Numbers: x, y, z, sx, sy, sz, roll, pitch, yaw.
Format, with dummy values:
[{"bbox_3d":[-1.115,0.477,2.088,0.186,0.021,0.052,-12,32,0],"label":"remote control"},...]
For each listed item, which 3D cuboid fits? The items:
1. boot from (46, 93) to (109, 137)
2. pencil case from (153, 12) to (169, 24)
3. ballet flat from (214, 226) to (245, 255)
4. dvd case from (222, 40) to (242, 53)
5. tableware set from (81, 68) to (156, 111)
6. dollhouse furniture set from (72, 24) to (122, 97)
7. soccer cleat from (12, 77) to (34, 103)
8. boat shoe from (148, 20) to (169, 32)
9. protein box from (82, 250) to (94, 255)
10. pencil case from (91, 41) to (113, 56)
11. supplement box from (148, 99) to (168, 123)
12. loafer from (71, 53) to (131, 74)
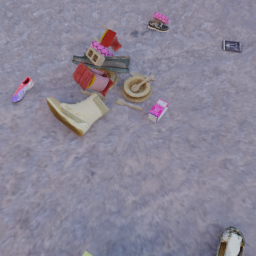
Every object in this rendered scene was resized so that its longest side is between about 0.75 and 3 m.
[{"bbox_3d":[-2.061,-0.878,11.390,2.211,0.805,1.718,38,66,20],"label":"boot"},{"bbox_3d":[1.691,-5.701,14.495,0.839,0.381,0.393,33,69,20],"label":"pencil case"},{"bbox_3d":[2.943,4.169,8.373,0.934,0.934,2.598,18,61,10],"label":"ballet flat"},{"bbox_3d":[5.077,-3.972,13.635,0.928,0.074,0.690,8,60,5],"label":"dvd case"},{"bbox_3d":[-0.376,-2.043,12.185,2.984,0.598,1.972,18,61,11],"label":"tableware set"},{"bbox_3d":[-0.943,-2.552,10.912,0.989,1.308,2.431,48,113,29],"label":"dollhouse furniture set"},{"bbox_3d":[-4.581,-1.657,12.035,0.444,0.477,1.303,24,62,14],"label":"soccer cleat"},{"bbox_3d":[1.561,-5.187,14.200,1.102,0.332,0.407,20,61,11],"label":"boat shoe"},{"bbox_3d":[-0.661,5.361,6.994,2.979,2.009,2.957,30,64,16],"label":"protein box"},{"bbox_3d":[-1.253,-3.621,13.156,0.580,0.562,1.238,-32,61,-25],"label":"pencil case"},{"bbox_3d":[1.246,-0.716,11.500,0.451,0.442,0.873,32,65,18],"label":"supplement box"},{"bbox_3d":[-1.122,-2.923,12.012,2.524,0.907,0.794,10,103,-3],"label":"loafer"}]
